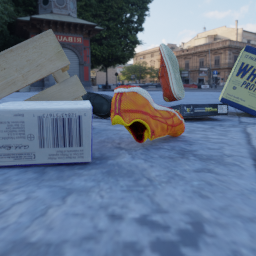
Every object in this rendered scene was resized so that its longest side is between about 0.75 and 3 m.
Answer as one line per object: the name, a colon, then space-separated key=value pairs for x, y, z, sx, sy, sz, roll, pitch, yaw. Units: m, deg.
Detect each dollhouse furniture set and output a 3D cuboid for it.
dollhouse furniture set: x=-2.274 y=-0.797 z=7.449 sx=1.925 sy=2.247 sz=2.363 roll=-30 pitch=5 yaw=-11

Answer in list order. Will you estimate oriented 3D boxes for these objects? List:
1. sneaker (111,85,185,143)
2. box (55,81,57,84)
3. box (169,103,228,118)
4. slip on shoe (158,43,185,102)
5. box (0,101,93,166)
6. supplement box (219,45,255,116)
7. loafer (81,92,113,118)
sneaker: x=0.444 y=-0.105 z=6.176 sx=0.940 sy=0.994 sz=2.576 roll=3 pitch=-10 yaw=40
box: x=-2.809 y=-1.852 z=11.858 sx=0.502 sy=0.815 sz=0.809 roll=7 pitch=-7 yaw=-21
box: x=2.504 y=-0.628 z=10.301 sx=1.812 sy=0.462 sz=1.429 roll=-1 pitch=-1 yaw=-12
slip on shoe: x=1.499 y=-2.148 z=10.750 sx=0.791 sy=2.584 sz=0.957 roll=-23 pitch=-26 yaw=35
box: x=-1.522 y=0.008 z=5.196 sx=1.679 sy=0.958 sz=1.826 roll=-1 pitch=9 yaw=-9
supplement box: x=5.091 y=-1.944 z=11.768 sx=1.618 sy=2.411 sz=2.408 roll=24 pitch=14 yaw=12
loafer: x=-1.384 y=-0.933 z=10.919 sx=0.949 sy=0.918 sz=2.704 roll=6 pitch=8 yaw=-37
